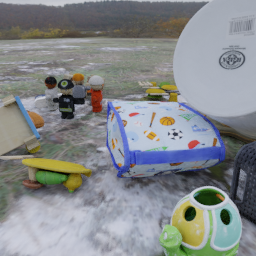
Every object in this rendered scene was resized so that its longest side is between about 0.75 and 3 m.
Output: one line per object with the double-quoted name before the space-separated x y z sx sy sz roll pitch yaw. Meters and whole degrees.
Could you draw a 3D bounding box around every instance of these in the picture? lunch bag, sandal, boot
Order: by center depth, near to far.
"lunch bag" 0.630 0.270 6.088 2.031 1.479 2.389 -3 15 -13
"boot" -3.832 -0.222 8.002 2.481 0.951 1.926 11 23 33
"sandal" 3.001 -0.211 8.216 2.768 0.747 1.112 20 29 40
"boot" -2.928 -1.147 10.886 1.405 0.511 0.635 -7 28 -15

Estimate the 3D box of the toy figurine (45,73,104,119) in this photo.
"toy figurine" -1.969 -1.291 10.109 1.924 1.339 1.895 -16 28 -35

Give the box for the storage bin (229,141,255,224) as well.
"storage bin" 2.746 0.844 4.865 1.863 1.259 0.873 -14 26 -31

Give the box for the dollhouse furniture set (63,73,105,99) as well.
"dollhouse furniture set" -2.076 -1.834 12.570 1.673 0.871 1.691 19 27 15

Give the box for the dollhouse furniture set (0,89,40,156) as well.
"dollhouse furniture set" -3.734 0.008 7.010 2.342 2.480 1.619 -30 -2 -19

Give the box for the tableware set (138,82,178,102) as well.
"tableware set" 1.474 -1.596 12.308 1.772 0.404 2.631 -1 20 -11

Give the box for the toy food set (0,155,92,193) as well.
"toy food set" -1.608 0.963 5.691 1.727 0.564 1.016 8 -1 14

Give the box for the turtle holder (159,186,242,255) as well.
"turtle holder" 0.989 1.372 4.012 1.284 0.912 0.975 -3 22 -7

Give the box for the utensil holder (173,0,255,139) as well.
"utensil holder" 2.636 -1.085 5.897 2.483 2.483 2.921 19 5 39
